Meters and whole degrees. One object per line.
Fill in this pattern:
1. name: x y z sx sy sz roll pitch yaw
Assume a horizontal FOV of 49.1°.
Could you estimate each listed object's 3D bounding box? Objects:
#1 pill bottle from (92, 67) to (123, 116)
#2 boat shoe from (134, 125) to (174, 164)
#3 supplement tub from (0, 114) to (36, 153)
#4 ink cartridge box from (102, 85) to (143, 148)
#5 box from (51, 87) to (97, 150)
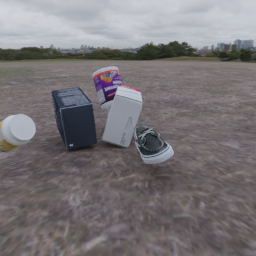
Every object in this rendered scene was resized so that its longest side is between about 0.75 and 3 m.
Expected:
1. pill bottle: -0.530 -1.088 9.150 0.902 1.619 0.902 -17 -5 -1
2. boat shoe: 0.407 0.292 5.931 0.600 0.590 1.663 -28 15 -10
3. supplement tub: -2.380 0.109 5.775 0.894 0.646 0.646 -22 0 38
4. ink cartridge box: -0.136 -0.404 7.782 0.732 1.288 1.768 17 16 -4
5. box: -1.441 -0.311 7.384 0.810 1.123 1.513 -11 28 -18
